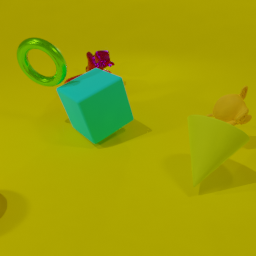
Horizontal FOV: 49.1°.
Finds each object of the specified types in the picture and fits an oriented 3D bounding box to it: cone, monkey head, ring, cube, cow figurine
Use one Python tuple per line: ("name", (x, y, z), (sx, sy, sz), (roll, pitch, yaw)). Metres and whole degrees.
("cone", (1.488, 0.561, 5.348), (1.220, 1.220, 1.225), (20, 81, 28))
("monkey head", (2.447, -0.405, 6.516), (0.873, 1.214, 0.732), (2, 57, -40))
("ring", (-1.262, -1.523, 8.950), (1.591, 0.318, 1.591), (-14, 5, 1))
("ring", (-2.008, -1.507, 6.529), (1.245, 1.245, 0.249), (9, 44, 14))
("cube", (-0.799, -0.584, 6.919), (1.224, 1.224, 1.224), (-33, 37, -22))
("cow figurine", (-1.017, -2.164, 9.724), (0.728, 1.326, 1.304), (-10, 48, -25))
